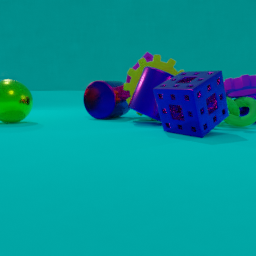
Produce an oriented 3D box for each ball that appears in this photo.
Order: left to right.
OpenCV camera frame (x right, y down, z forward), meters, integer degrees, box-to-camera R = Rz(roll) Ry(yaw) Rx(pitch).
[{"bbox_3d":[-3.625,-0.815,8.618,1.340,1.340,1.340,0,8,0],"label":"ball"},{"bbox_3d":[3.856,-0.692,8.723,1.073,1.073,1.073,0,8,0],"label":"ball"}]

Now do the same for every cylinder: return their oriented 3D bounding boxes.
[{"bbox_3d":[-0.686,-1.015,9.959,1.315,1.315,1.315,4,9,28],"label":"cylinder"},{"bbox_3d":[0.845,-0.963,8.325,1.320,1.320,1.320,23,5,-2],"label":"cylinder"}]

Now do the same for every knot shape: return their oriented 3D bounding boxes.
[{"bbox_3d":[2.773,-0.525,8.179,1.755,0.811,1.642,3,6,2],"label":"knot shape"}]

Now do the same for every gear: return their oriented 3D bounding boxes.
[{"bbox_3d":[0.905,-1.322,9.213,2.044,2.044,0.378,1,7,4],"label":"gear"},{"bbox_3d":[3.147,-1.102,7.633,1.603,0.296,1.603,-5,-6,-1],"label":"gear"}]

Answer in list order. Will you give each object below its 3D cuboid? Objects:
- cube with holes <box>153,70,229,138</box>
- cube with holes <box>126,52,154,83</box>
[{"bbox_3d":[1.492,-0.603,6.594,1.132,1.132,1.132,-33,27,-32],"label":"cube with holes"},{"bbox_3d":[0.733,-1.781,10.281,1.153,1.153,1.153,38,-18,7],"label":"cube with holes"}]
